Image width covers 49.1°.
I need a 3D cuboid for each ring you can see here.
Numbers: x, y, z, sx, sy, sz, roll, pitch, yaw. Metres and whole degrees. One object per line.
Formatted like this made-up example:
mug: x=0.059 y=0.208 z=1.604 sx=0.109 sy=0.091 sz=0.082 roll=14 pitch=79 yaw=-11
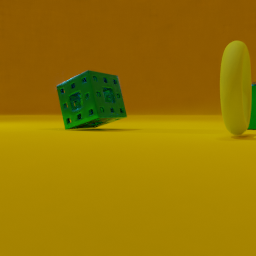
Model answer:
ring: x=1.801 y=-0.644 z=4.609 sx=0.305 sy=1.527 sz=1.527 roll=0 pitch=3 yaw=29

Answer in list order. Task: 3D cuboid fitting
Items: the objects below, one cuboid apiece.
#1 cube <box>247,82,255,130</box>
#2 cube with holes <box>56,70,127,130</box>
cube: x=3.345 y=-0.564 z=6.665 sx=1.062 sy=1.062 sz=1.062 roll=3 pitch=12 yaw=43
cube with holes: x=-0.847 y=-0.618 z=6.623 sx=1.060 sy=1.060 sz=1.060 roll=-17 pitch=-7 yaw=34
